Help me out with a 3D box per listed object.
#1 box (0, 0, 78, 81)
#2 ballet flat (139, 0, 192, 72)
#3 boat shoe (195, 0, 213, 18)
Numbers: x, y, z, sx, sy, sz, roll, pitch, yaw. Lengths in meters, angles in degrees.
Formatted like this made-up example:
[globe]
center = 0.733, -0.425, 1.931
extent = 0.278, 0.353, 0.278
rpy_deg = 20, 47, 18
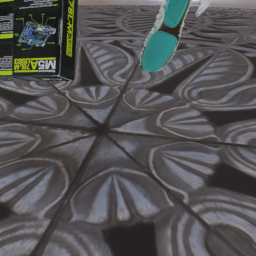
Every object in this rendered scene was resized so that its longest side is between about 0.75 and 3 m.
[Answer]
[box]
center = -2.440, -2.385, 5.950
extent = 2.857, 2.759, 0.679
rpy_deg = 2, 3, 19
[ballet flat]
center = 0.980, -2.426, 6.907
extent = 0.811, 2.260, 0.811
rpy_deg = 22, 20, -9
[boat shoe]
center = 2.613, -4.319, 9.750
extent = 0.383, 0.422, 1.148
rpy_deg = 41, 70, -5
